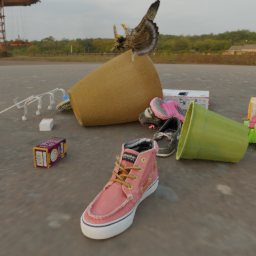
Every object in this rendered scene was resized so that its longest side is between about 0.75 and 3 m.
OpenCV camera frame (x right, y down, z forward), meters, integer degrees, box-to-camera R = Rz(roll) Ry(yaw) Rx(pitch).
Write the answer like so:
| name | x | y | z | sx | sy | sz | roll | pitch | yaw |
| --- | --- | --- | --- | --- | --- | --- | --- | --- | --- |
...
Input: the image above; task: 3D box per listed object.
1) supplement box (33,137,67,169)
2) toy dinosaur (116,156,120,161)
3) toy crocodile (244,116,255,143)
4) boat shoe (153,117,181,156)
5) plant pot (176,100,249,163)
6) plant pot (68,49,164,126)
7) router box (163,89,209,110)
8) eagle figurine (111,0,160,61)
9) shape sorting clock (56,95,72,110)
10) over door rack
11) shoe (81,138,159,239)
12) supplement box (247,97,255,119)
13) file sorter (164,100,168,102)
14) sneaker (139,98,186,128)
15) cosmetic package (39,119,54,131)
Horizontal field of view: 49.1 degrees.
| name | x | y | z | sx | sy | sz | roll | pitch | yaw |
| --- | --- | --- | --- | --- | --- | --- | --- | --- | --- |
| supplement box | -2.016 | 0.627 | 7.322 | 0.404 | 0.520 | 0.942 | 6 | 18 | 17 |
| toy dinosaur | 0.273 | 0.843 | 7.138 | 1.211 | 0.352 | 0.612 | 3 | 30 | 38 |
| toy crocodile | 4.134 | 0.002 | 8.984 | 0.869 | 0.795 | 2.576 | 8 | 18 | 26 |
| boat shoe | 1.173 | 0.198 | 8.560 | 0.761 | 0.649 | 2.277 | 6 | 17 | 18 |
| plant pot | 2.218 | 0.245 | 7.314 | 1.542 | 1.623 | 1.623 | 15 | 18 | 4 |
| plant pot | -0.641 | -1.256 | 10.717 | 2.993 | 2.789 | 2.789 | -23 | 22 | -15 |
| router box | 2.836 | -1.481 | 14.367 | 2.524 | 0.617 | 2.265 | 4 | 17 | 15 |
| eagle figurine | 0.297 | -2.723 | 8.075 | 1.711 | 1.298 | 1.291 | -15 | 9 | 28 |
| shape sorting clock | -1.905 | -1.370 | 12.833 | 2.828 | 0.555 | 2.828 | -22 | -2 | -1 |
| over door rack | -4.383 | -0.953 | 12.351 | 2.820 | 0.939 | 2.083 | -9 | 13 | 20 |
| shoe | -0.075 | 0.954 | 5.205 | 0.843 | 1.074 | 2.361 | 9 | 18 | 27 |
| supplement box | 6.117 | -0.748 | 11.606 | 2.039 | 0.750 | 1.285 | 8 | 19 | 24 |
| file sorter | 1.552 | -0.761 | 11.872 | 0.729 | 0.645 | 1.051 | -9 | 18 | -27 |
| sneaker | 1.279 | -0.390 | 10.166 | 2.402 | 1.145 | 0.949 | 10 | 47 | -49 |
| cosmetic package | -3.006 | -0.124 | 10.358 | 0.381 | 0.267 | 0.750 | -2 | 17 | -6 |
